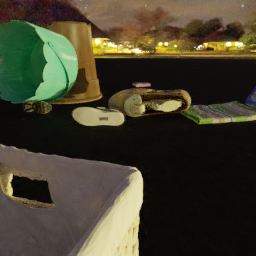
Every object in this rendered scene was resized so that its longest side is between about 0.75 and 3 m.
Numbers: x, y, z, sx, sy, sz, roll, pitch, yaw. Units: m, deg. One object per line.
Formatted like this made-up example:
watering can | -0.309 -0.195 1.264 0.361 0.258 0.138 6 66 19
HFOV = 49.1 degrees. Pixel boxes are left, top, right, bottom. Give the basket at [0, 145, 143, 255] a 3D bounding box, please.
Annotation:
basket | -0.958 1.017 1.479 1.747 1.418 1.763 6 18 19

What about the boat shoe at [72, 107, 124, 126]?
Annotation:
boat shoe | -0.801 -0.354 7.680 1.389 0.498 0.471 2 17 -1

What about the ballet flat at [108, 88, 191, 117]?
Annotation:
ballet flat | 0.633 -0.739 8.280 2.512 0.855 0.845 -7 26 3

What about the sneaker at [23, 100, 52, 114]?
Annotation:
sneaker | -2.872 -0.726 9.074 1.054 0.413 0.474 8 15 24

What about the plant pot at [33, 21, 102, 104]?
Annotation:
plant pot | -2.570 -2.668 11.215 2.935 2.906 2.935 -1 17 0

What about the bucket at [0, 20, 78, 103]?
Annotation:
bucket | -2.857 -1.927 8.547 2.493 2.493 1.622 9 11 28

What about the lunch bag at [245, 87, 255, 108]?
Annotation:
lunch bag | 4.209 -0.778 8.361 1.119 0.699 1.486 23 25 27

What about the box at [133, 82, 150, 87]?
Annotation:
box | 0.703 -2.274 14.639 0.792 0.155 0.542 -5 18 -18

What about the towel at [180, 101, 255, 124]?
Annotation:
towel | 2.759 -0.497 8.455 2.063 0.317 1.539 -4 16 -13
